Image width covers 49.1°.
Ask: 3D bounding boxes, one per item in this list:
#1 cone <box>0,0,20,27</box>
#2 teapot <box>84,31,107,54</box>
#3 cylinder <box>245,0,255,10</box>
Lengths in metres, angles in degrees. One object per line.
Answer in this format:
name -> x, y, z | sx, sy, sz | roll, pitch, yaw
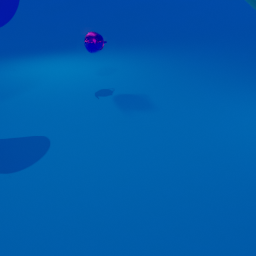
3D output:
cone -> -3.549, -3.220, 6.305 | 1.493, 1.487, 1.487 | 30, 37, 18
teapot -> -1.126, -2.891, 9.480 | 0.571, 0.725, 1.167 | 9, 20, 32
cylinder -> 1.331, -1.017, 1.766 | 0.952, 0.952, 0.952 | 38, 29, -8
